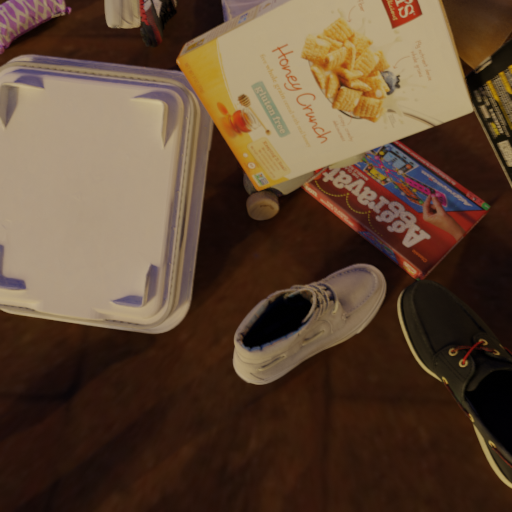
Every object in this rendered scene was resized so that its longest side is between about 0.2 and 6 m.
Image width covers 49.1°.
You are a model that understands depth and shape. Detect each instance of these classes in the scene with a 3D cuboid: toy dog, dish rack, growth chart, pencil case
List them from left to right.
[{"bbox_3d":[-4.652,-4.834,11.290,1.767,0.741,0.755,-40,106,-18],"label":"pencil case"},{"bbox_3d":[-2.452,-0.851,7.991,3.342,0.848,3.894,8,96,3],"label":"dish rack"},{"bbox_3d":[0.219,-5.212,11.713,2.178,0.267,3.009,-1,62,-1],"label":"growth chart"},{"bbox_3d":[0.553,-1.527,9.019,2.160,1.040,1.424,-40,56,6],"label":"toy dog"}]

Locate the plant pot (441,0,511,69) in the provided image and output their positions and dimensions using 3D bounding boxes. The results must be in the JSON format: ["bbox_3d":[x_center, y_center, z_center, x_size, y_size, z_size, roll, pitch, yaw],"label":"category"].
[{"bbox_3d":[4.088,-4.406,10.565,1.553,1.447,1.447,36,68,14],"label":"plant pot"}]

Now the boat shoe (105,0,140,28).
[{"bbox_3d":[-1.783,-3.976,7.744,0.546,1.564,0.554,-7,24,-28],"label":"boat shoe"}]

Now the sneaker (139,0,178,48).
[{"bbox_3d":[-2.008,-4.996,11.371,0.900,0.651,1.842,-10,61,-3],"label":"sneaker"}]

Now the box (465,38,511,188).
[{"bbox_3d":[3.808,-0.635,5.806,0.988,3.196,4.003,-27,91,4],"label":"box"}]

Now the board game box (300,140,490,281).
[{"bbox_3d":[1.987,-1.295,9.605,3.531,0.343,1.818,41,70,19],"label":"board game box"}]

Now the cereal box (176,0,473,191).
[{"bbox_3d":[0.833,-2.159,6.754,2.950,2.122,0.583,-18,36,25],"label":"cereal box"}]

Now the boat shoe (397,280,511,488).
[{"bbox_3d":[3.113,1.589,7.726,1.184,1.014,3.237,-23,63,-9],"label":"boat shoe"}]

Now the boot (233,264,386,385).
[{"bbox_3d":[0.858,0.796,7.947,2.712,1.296,0.997,-35,67,-17],"label":"boot"}]
